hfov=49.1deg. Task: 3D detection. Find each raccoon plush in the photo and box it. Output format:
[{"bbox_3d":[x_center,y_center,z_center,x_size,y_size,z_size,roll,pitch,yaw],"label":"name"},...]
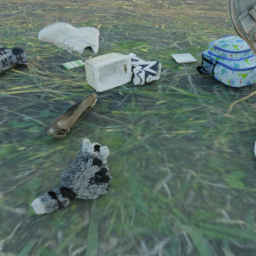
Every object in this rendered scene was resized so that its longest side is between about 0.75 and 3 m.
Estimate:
[{"bbox_3d":[-1.372,1.004,6.796,2.125,1.028,1.424,-14,30,-18],"label":"raccoon plush"}]

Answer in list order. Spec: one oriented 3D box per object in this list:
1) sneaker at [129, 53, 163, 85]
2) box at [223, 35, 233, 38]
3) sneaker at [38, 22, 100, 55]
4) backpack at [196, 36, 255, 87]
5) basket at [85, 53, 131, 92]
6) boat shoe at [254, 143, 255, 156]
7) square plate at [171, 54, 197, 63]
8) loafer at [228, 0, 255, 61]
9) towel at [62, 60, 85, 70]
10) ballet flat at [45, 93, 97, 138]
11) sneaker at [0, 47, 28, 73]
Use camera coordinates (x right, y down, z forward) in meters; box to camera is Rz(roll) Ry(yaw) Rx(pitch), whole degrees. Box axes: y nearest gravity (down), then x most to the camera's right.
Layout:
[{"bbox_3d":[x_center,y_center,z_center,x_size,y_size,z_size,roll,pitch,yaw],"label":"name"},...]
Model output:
[{"bbox_3d":[0.758,-2.555,11.855,1.309,0.803,2.012,-5,36,-9],"label":"sneaker"},{"bbox_3d":[4.795,-4.018,13.674,0.628,1.056,0.219,-9,37,-12],"label":"box"},{"bbox_3d":[-2.064,-3.186,10.152,2.311,1.006,0.861,-4,-4,-26],"label":"sneaker"},{"bbox_3d":[4.271,-2.713,11.401,1.984,1.593,2.168,-20,44,-20],"label":"backpack"},{"bbox_3d":[-0.819,-2.302,11.233,1.656,1.122,1.021,-25,40,-30],"label":"basket"},{"bbox_3d":[4.283,0.016,7.894,1.039,1.199,2.813,14,38,19],"label":"boat shoe"},{"bbox_3d":[2.688,-3.350,13.534,0.957,0.136,0.948,-7,37,-10],"label":"square plate"},{"bbox_3d":[2.001,-1.292,4.022,0.570,1.586,0.499,-33,19,9],"label":"loafer"},{"bbox_3d":[-2.497,-2.928,12.979,0.913,0.107,0.696,-22,41,-26],"label":"towel"},{"bbox_3d":[-1.704,-0.426,9.104,0.593,0.861,2.557,50,37,-9],"label":"ballet flat"},{"bbox_3d":[-5.251,-2.974,12.279,1.441,0.955,2.531,-3,33,-1],"label":"sneaker"}]
